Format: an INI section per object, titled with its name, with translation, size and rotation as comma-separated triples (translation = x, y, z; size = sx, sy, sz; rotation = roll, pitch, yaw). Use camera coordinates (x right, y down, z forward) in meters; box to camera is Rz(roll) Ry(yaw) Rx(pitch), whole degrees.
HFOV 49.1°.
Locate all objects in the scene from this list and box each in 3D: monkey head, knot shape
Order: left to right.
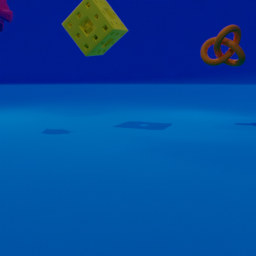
[monkey head]
translation = -3.479, -3.192, 7.699
size = 0.872, 1.212, 0.730
rotation = 19, 24, -1
[knot shape]
translation = 3.043, -2.551, 8.701
size = 1.384, 1.296, 0.640
rotation = 15, 37, 6

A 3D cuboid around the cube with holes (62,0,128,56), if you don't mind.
[cube with holes]
translation = -0.998, -3.143, 8.757
size = 1.222, 1.222, 1.222
rotation = -36, 1, 26
